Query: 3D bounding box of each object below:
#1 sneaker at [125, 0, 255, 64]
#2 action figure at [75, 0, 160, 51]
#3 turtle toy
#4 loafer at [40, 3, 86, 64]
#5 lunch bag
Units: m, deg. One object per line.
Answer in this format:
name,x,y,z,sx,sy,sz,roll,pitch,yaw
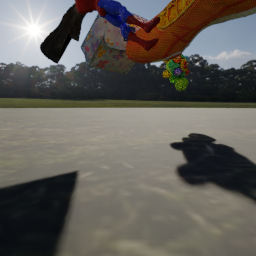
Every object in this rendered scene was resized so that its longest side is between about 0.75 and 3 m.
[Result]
sneaker,1.118,-2.145,4.921,2.883,1.052,1.112,-28,-32,19
action figure,-0.143,-1.713,3.851,1.557,0.771,0.508,34,-27,19
turtle toy,1.718,-1.962,9.559,0.699,1.384,1.008,5,14,43
loafer,-1.172,-1.984,5.725,0.524,1.492,0.507,42,12,-5
lunch bag,-0.250,-1.997,6.413,1.190,0.892,1.403,5,-39,-37
